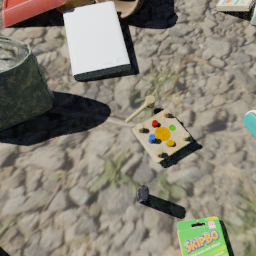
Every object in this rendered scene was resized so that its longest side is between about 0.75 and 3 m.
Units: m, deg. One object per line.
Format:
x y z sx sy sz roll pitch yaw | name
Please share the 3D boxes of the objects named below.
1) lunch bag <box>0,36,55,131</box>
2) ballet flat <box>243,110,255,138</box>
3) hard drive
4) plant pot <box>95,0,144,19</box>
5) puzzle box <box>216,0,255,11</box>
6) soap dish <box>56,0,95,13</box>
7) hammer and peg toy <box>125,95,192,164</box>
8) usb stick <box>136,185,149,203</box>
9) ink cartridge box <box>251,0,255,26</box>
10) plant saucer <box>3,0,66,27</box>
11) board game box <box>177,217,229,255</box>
-3.737 -1.190 7.929 2.892 2.372 1.700 -14 60 -7 | lunch bag
4.326 0.535 7.957 0.913 0.913 2.631 -18 62 -9 | ballet flat
-1.167 -3.174 9.976 1.944 0.387 2.948 -12 65 -2 | hard drive
0.023 -5.566 10.612 2.290 2.290 1.997 33 49 16 | plant pot
4.471 -5.272 11.052 1.281 0.245 1.926 17 61 35 | puzzle box
-2.477 -5.543 11.116 1.682 0.868 2.138 -40 70 -19 | soap dish
0.819 0.024 8.283 1.357 0.651 1.846 -31 66 -14 | hammer and peg toy
0.343 1.663 6.961 0.221 1.356 0.376 -6 73 -5 | usb stick
5.256 -4.456 10.739 0.857 0.497 1.183 14 62 8 | ink cartridge box
-3.707 -5.403 10.770 2.695 0.495 2.690 -15 62 15 | plant saucer
1.907 3.345 6.656 1.089 0.342 2.280 -8 62 -1 | board game box
